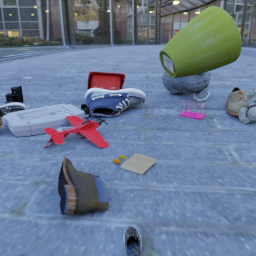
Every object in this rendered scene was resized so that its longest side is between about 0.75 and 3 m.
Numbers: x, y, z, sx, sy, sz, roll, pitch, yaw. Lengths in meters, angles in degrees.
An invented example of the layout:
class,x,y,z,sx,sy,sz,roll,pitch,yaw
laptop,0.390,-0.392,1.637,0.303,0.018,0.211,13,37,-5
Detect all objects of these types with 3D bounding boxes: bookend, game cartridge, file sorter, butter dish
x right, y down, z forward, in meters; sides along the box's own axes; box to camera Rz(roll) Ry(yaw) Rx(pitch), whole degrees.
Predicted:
class,x,y,z,sx,sy,sz,roll,pitch,yaw
bookend,-5.908,-1.737,14.401,0.870,0.876,0.403,4,21,8
game cartridge,-3.349,-0.359,11.354,2.930,0.593,1.954,-14,22,-32
file sorter,2.887,-0.824,12.401,0.981,0.615,0.682,14,25,32
game cartridge,-2.044,0.158,10.435,1.185,0.246,0.789,-5,26,-13
butter dish,-1.137,-1.911,14.390,1.878,1.392,1.883,3,-22,-11

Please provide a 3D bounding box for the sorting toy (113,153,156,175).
class,x,y,z,sx,sy,sz,roll,pitch,yaw
sorting toy,0.164,1.032,8.305,1.126,0.151,0.839,13,29,30

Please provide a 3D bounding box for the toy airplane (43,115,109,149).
class,x,y,z,sx,sy,sz,roll,pitch,yaw
toy airplane,-1.857,0.082,9.879,2.491,0.458,2.491,1,34,-1

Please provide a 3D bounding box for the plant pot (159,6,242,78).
class,x,y,z,sx,sy,sz,roll,pitch,yaw
plant pot,2.515,-2.979,10.658,2.464,2.306,2.306,-29,28,-9

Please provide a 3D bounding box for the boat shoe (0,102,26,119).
class,x,y,z,sx,sy,sz,roll,pitch,yaw
boat shoe,-5.365,-0.648,12.091,1.860,0.638,0.527,-9,40,-16

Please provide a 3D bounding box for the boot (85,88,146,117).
class,x,y,z,sx,sy,sz,roll,pitch,yaw
boot,-0.430,-1.039,12.776,2.970,1.080,1.342,-2,44,-19

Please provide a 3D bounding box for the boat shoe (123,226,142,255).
class,x,y,z,sx,sy,sz,roll,pitch,yaw
boat shoe,0.083,2.125,5.187,0.350,0.332,1.002,0,21,1

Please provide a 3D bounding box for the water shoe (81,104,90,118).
class,x,y,z,sx,sy,sz,roll,pitch,yaw
water shoe,-1.903,-0.869,12.631,0.479,0.528,1.339,-3,21,-8

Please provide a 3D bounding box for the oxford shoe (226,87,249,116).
class,x,y,z,sx,sy,sz,roll,pitch,yaw
oxford shoe,5.036,-1.223,12.888,0.924,0.981,2.622,5,23,5

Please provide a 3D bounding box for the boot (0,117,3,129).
class,x,y,z,sx,sy,sz,roll,pitch,yaw
boot,-6.161,-0.174,10.174,2.997,1.124,1.607,-9,18,-19

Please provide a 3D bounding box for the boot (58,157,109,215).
class,x,y,z,sx,sy,sz,roll,pitch,yaw
boot,-1.143,1.390,6.812,0.999,0.770,2.062,9,22,-20

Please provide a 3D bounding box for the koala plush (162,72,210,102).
class,x,y,z,sx,sy,sz,roll,pitch,yaw
koala plush,3.412,-2.624,15.104,2.459,2.372,2.675,-19,26,-14

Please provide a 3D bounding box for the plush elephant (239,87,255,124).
class,x,y,z,sx,sy,sz,roll,pitch,yaw
plush elephant,5.339,-0.801,11.438,1.737,1.345,1.431,15,-14,-35
